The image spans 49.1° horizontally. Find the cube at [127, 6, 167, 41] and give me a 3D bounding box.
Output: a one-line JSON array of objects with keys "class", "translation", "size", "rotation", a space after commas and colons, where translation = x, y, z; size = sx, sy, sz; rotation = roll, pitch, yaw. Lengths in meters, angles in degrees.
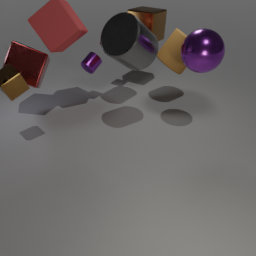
[{"class": "cube", "translation": [0.883, -4.936, 13.405], "size": [1.400, 1.400, 1.400], "rotation": [20, 35, 26]}]

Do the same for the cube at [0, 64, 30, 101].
[{"class": "cube", "translation": [-3.642, -1.416, 8.685], "size": [0.700, 0.700, 0.700], "rotation": [-41, 59, -17]}]

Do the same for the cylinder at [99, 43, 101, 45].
[{"class": "cylinder", "translation": [-0.216, -3.581, 11.398], "size": [1.400, 1.400, 1.400], "rotation": [35, 7, -5]}]

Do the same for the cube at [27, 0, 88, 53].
[{"class": "cube", "translation": [-2.586, -3.840, 10.547], "size": [1.400, 1.400, 1.400], "rotation": [-34, 11, 13]}]

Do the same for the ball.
[{"class": "ball", "translation": [2.426, -2.504, 9.132], "size": [1.400, 1.400, 1.400], "rotation": [0, 32, 0]}]

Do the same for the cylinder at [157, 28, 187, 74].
[{"class": "cylinder", "translation": [2.181, -3.283, 12.071], "size": [1.400, 1.400, 1.400], "rotation": [32, 24, -16]}]

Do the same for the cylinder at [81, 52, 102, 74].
[{"class": "cylinder", "translation": [-1.632, -2.900, 12.472], "size": [0.700, 0.700, 0.700], "rotation": [25, 71, 34]}]

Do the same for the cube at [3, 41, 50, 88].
[{"class": "cube", "translation": [-4.103, -2.518, 11.374], "size": [1.400, 1.400, 1.400], "rotation": [20, 3, -14]}]

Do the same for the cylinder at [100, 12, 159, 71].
[{"class": "cylinder", "translation": [0.072, -2.704, 8.925], "size": [1.400, 1.400, 1.400], "rotation": [21, 4, 31]}]
